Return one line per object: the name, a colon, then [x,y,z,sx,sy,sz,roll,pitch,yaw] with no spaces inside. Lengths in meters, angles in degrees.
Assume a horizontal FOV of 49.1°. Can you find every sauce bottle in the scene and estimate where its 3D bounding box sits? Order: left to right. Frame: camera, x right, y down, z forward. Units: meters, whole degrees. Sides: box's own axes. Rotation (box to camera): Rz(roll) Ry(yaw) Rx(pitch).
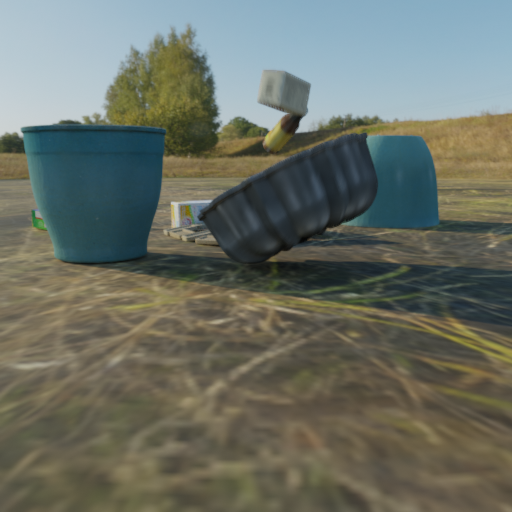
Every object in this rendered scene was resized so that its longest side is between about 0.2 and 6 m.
sauce bottle: [0.588,-2.507,10.993,0.410,0.410,1.267,-7,-22,-35]

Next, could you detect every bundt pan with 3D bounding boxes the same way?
bundt pan: [0.522,-0.633,7.459,2.503,0.939,2.503,-25,-3,-1]

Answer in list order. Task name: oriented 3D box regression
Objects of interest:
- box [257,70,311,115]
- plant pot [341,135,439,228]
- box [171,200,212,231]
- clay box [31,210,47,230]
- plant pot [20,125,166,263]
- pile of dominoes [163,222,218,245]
box: [0.423,-2.435,8.370,0.418,0.490,0.766,16,9,34]
plant pot: [2.999,-1.778,13.054,2.508,2.013,2.508,0,10,0]
box: [-1.209,-0.850,11.773,1.067,0.600,0.541,-4,11,-24]
clay box: [-3.794,-0.837,12.206,1.033,0.428,1.797,10,15,42]
plant pot: [-2.332,-0.922,8.329,2.034,1.911,2.034,0,10,0]
pile of dominoes: [-0.124,-0.435,10.735,2.757,0.439,2.149,-14,15,-25]
